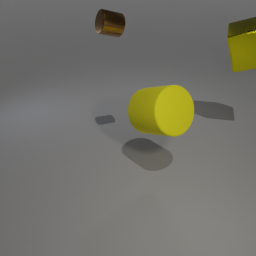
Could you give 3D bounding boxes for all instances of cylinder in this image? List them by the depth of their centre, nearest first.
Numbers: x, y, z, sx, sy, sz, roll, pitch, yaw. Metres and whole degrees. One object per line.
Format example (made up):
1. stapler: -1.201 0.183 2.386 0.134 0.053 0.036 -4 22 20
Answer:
1. cylinder: 0.931 -0.497 8.117 1.400 1.400 1.400 -19 13 -29
2. cylinder: -0.539 -3.122 8.368 0.700 0.700 0.700 0 26 -30

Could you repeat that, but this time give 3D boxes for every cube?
1. cube: 4.421 -3.042 10.090 1.400 1.400 1.400 -6 35 26
